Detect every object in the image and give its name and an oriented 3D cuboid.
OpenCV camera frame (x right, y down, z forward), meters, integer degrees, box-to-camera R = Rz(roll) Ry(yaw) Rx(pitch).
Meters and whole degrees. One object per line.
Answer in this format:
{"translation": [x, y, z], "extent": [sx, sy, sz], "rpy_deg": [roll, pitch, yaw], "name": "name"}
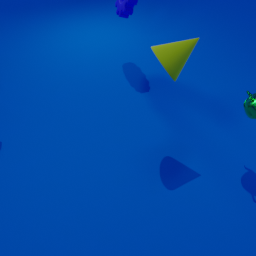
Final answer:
{"translation": [3.028, -0.575, 6.625], "extent": [0.525, 0.667, 1.072], "rpy_deg": [41, 27, -15], "name": "teapot"}
{"translation": [-0.006, -4.697, 9.562], "extent": [0.321, 1.735, 1.735], "rpy_deg": [5, 44, -21], "name": "gear"}
{"translation": [1.220, -1.769, 6.476], "extent": [0.996, 0.993, 0.993], "rpy_deg": [-34, 46, 16], "name": "cone"}
